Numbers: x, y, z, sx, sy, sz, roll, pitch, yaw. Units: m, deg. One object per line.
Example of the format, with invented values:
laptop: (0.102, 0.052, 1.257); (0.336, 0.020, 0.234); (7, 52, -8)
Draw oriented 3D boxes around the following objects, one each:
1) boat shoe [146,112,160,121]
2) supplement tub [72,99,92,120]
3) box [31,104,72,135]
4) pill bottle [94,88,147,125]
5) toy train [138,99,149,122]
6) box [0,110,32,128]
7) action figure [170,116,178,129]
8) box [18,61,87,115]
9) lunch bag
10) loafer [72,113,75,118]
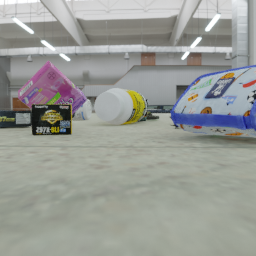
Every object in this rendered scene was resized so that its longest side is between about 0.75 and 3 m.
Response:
boat shoe: (1.012, -0.700, 16.395); (1.861, 0.560, 0.663); (3, 5, 35)
supplement tub: (-3.376, -1.148, 17.495); (2.004, 1.322, 1.322); (1, 4, 9)
box: (-1.984, -0.225, 7.323); (1.015, 0.811, 0.251); (0, 4, -14)
pill bottle: (-0.304, -0.941, 12.432); (1.576, 1.576, 2.802); (2, 5, 22)
toy train: (-0.112, -0.957, 14.661); (2.493, 1.421, 1.062); (-4, 38, 9)
box: (-4.998, -0.350, 10.415); (2.511, 0.641, 1.980); (-1, 3, -27)
action figure: (1.999, -0.318, 9.916); (0.787, 0.676, 1.324); (34, 65, 32)
box: (-2.424, -1.046, 9.053); (1.611, 1.417, 0.779); (44, 4, -34)
lunch bag: (2.682, -0.551, 6.365); (2.731, 1.691, 2.322); (-16, 12, -30)
loafer: (-2.766, -0.594, 12.483); (0.475, 0.491, 1.398); (-5, 18, 18)
